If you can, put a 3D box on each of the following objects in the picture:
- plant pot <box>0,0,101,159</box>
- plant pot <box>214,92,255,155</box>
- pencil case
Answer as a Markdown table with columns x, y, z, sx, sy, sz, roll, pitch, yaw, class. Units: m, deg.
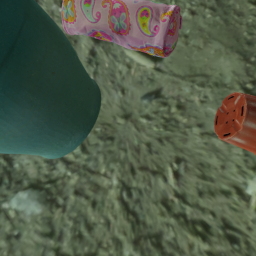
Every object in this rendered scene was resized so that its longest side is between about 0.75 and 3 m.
| x | y | z | sx | sy | sz | roll | pitch | yaw | class |
| --- | --- | --- | --- | --- | --- | --- | --- | --- | --- |
| -1.998 | -0.745 | 4.916 | 2.818 | 2.648 | 2.818 | -20 | 53 | 29 | plant pot |
| 2.101 | -0.054 | 4.629 | 1.065 | 1.095 | 1.095 | 15 | 72 | -14 | plant pot |
| -0.176 | -2.379 | 6.179 | 2.652 | 1.159 | 1.159 | 20 | 73 | 18 | pencil case |
